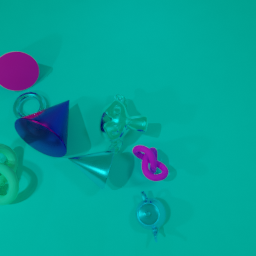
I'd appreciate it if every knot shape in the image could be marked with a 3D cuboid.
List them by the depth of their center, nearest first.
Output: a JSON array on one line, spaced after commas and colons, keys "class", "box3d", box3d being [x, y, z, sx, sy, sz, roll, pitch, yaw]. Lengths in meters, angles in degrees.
[{"class": "knot shape", "box3d": [0.586, 0.893, 7.890, 0.554, 1.199, 1.122, -37, 111, 12]}, {"class": "knot shape", "box3d": [-3.794, 1.229, 7.961, 1.735, 0.802, 1.624, 19, 66, -6]}]

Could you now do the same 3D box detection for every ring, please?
[{"class": "ring", "box3d": [-3.205, -0.674, 9.103, 1.088, 0.218, 1.088, 0, 69, 1]}]

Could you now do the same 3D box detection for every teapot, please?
[{"class": "teapot", "box3d": [0.601, 2.387, 7.628, 0.854, 0.672, 1.373, -21, 71, 10]}]

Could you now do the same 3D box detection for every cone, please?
[{"class": "cone", "box3d": [-1.095, 1.008, 7.812, 1.205, 1.201, 1.201, 15, 70, -2]}, {"class": "cone", "box3d": [-2.181, -0.282, 8.420, 1.667, 1.667, 1.673, 22, 54, 8]}, {"class": "cone", "box3d": [-3.835, -2.185, 9.427, 1.370, 1.370, 1.375, -27, 46, -10]}]

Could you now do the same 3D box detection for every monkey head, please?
[{"class": "monkey head", "box3d": [-0.155, -0.132, 8.362, 1.428, 1.196, 1.985, 7, 83, -1]}]
